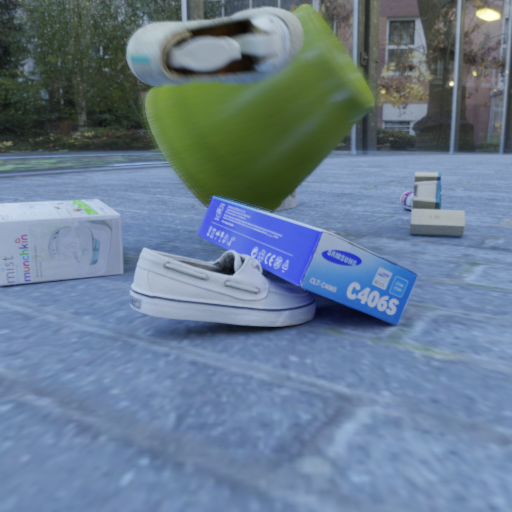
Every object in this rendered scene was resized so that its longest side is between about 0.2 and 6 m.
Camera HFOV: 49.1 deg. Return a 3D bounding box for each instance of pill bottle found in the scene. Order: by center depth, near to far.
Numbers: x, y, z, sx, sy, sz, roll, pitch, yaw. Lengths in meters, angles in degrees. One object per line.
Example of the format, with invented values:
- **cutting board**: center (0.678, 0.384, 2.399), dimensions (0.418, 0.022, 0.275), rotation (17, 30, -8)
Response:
- **pill bottle**: center (4.335, -1.435, 15.095), dimensions (0.526, 0.526, 0.944), rotation (-4, 14, -15)

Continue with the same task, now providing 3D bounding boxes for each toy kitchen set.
- **toy kitchen set**: center (4.093, -0.861, 12.695), dimensions (1.090, 1.483, 1.851), rotation (4, 50, 17)

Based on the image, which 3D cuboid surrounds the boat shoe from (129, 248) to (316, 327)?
- **boat shoe**: center (-0.281, 0.322, 6.575), dimensions (2.367, 0.778, 0.852), rotation (7, 9, -24)

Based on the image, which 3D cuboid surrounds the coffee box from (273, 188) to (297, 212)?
- **coffee box**: center (0.246, -1.629, 15.542), dimensions (0.989, 0.689, 1.729), rotation (11, 17, 38)

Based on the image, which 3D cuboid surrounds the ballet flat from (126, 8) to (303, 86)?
- **ballet flat**: center (-0.278, -2.664, 7.332), dimensions (2.840, 0.958, 0.885), rotation (-24, 30, -30)

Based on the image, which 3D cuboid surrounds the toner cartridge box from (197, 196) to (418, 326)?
- **toner cartridge box**: center (0.498, -0.055, 7.704), dimensions (1.551, 0.705, 3.265), rotation (21, 2, -29)

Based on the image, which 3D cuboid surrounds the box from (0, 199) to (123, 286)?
- **box**: center (-3.387, -0.333, 9.347), dimensions (1.899, 1.040, 2.152), rotation (-6, 15, -25)

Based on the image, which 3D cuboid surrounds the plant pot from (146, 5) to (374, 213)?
- **plant pot**: center (0.293, -2.611, 10.011), dimensions (3.093, 3.213, 3.213), rotation (-32, 1, 23)
